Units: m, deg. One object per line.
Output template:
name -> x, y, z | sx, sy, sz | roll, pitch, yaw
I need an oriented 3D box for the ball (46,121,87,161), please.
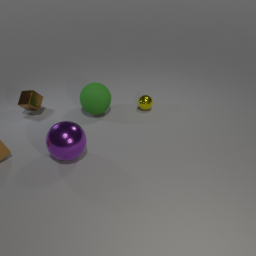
ball -> -2.153, 0.447, 9.790 | 1.400, 1.400, 1.400 | 0, 32, 0

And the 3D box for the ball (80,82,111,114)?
ball -> -1.441, -1.318, 12.447 | 1.400, 1.400, 1.400 | 0, 32, 0

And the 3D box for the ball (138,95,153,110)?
ball -> 0.810, -1.185, 13.015 | 0.700, 0.700, 0.700 | 0, 32, 0

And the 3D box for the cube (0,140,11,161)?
cube -> -4.715, 0.733, 9.805 | 0.700, 0.700, 0.700 | 25, 59, 39

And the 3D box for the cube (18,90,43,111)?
cube -> -4.338, -1.213, 12.486 | 0.700, 0.700, 0.700 | 0, 69, 27
